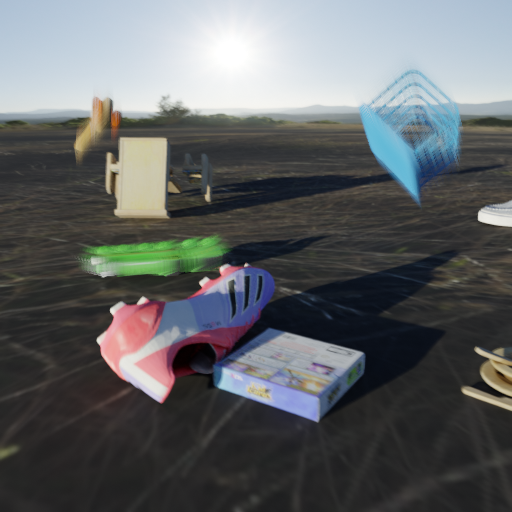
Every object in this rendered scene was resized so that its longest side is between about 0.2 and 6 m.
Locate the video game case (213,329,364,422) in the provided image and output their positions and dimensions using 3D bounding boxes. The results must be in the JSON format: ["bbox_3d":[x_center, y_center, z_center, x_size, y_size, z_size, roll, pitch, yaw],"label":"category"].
[{"bbox_3d":[0.327,1.092,5.368,1.109,0.252,1.005,10,19,32],"label":"video game case"}]

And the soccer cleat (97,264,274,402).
[{"bbox_3d":[-0.479,0.752,5.917,0.976,0.851,2.551,42,29,22],"label":"soccer cleat"}]

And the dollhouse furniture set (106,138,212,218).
[{"bbox_3d":[-2.433,-1.625,13.561,2.444,1.731,2.660,1,-5,2],"label":"dollhouse furniture set"}]

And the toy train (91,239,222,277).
[{"bbox_3d":[-1.481,0.068,8.625,2.017,0.421,0.569,-6,35,-21],"label":"toy train"}]

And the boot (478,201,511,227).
[{"bbox_3d":[6.009,-1.264,12.019,2.494,1.126,0.907,-3,16,-9],"label":"boot"}]

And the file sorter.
[{"bbox_3d":[2.615,-2.044,9.338,1.226,1.084,1.767,51,7,21],"label":"file sorter"}]

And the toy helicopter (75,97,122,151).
[{"bbox_3d":[-3.094,-2.509,10.647,0.467,1.184,0.783,27,22,-41],"label":"toy helicopter"}]

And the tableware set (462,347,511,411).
[{"bbox_3d":[2.966,1.143,4.976,1.841,0.369,1.217,14,21,41],"label":"tableware set"}]
